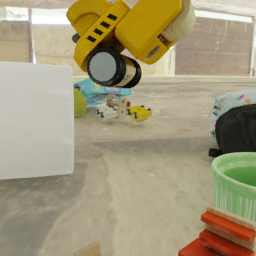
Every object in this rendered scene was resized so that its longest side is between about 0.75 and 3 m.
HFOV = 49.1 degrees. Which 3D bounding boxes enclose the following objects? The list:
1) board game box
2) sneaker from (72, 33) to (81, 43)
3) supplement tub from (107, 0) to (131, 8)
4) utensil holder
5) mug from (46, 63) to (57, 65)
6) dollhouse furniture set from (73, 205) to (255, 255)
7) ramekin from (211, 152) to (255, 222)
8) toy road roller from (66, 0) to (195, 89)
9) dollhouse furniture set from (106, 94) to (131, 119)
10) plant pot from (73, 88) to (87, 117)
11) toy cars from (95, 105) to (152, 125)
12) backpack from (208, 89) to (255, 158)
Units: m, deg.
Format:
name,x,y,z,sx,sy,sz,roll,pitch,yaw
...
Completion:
name,x,y,z,sx,sy,sz,roll,pitch,yaw
board game box,-1.479,-1.491,11.903,2.005,0.623,2.656,-2,-5,-43
sneaker,-1.256,-4.272,11.252,2.682,1.217,1.019,-41,28,-26
supplement tub,-0.343,-4.060,10.125,1.002,1.002,1.382,-11,55,-41
utensil holder,-2.250,-0.125,4.890,2.511,2.134,2.134,-1,13,-14
mug,-3.514,-1.623,12.202,1.726,1.684,2.103,-9,39,-5
dollhouse furniture set,0.270,1.209,1.837,1.591,0.829,1.608,-12,18,-43
ramekin,1.807,0.856,3.666,1.414,0.691,1.414,0,13,0
toy road roller,-0.092,-2.363,6.492,2.875,2.099,1.767,-40,-7,18
dollhouse furniture set,-0.181,-0.899,10.897,1.118,0.783,0.788,-11,23,-40
plant pot,-2.319,-0.786,10.330,1.084,1.084,1.158,10,29,36
toy cars,-0.188,-0.416,9.625,2.402,0.532,1.077,2,21,29
backpack,2.746,-0.140,6.351,1.902,1.442,2.279,0,12,10
